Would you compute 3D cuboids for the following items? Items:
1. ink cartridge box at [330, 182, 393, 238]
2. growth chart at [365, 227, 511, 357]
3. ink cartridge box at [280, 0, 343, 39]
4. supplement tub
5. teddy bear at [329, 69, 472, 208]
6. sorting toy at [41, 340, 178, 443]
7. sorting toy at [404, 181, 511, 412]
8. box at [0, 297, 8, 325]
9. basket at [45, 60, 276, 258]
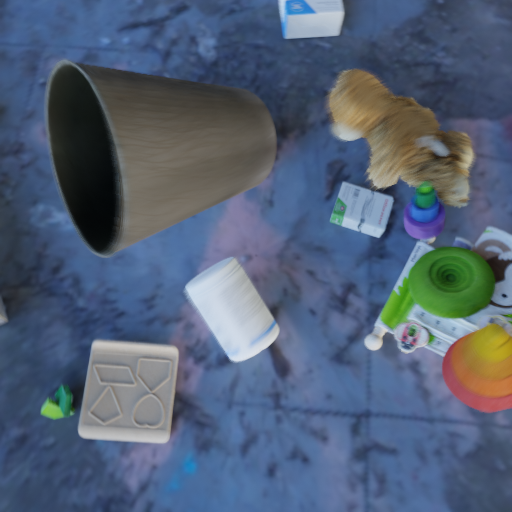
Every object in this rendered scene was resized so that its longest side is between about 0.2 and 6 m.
[{"bbox_3d":[1.644,-0.711,8.724,0.829,0.344,0.608,19,70,7],"label":"ink cartridge box"},{"bbox_3d":[3.495,0.627,7.618,3.424,0.304,2.478,13,64,32],"label":"growth chart"},{"bbox_3d":[0.938,-4.845,10.178,1.013,0.586,1.744,-5,68,-2],"label":"ink cartridge box"},{"bbox_3d":[-0.318,0.733,7.715,0.818,0.818,1.239,-32,98,-12],"label":"supplement tub"},{"bbox_3d":[2.206,-1.730,8.566,2.720,0.908,1.972,14,64,-21],"label":"teddy bear"},{"bbox_3d":[-2.033,1.855,7.784,1.785,0.263,1.320,5,74,-2],"label":"sorting toy"},{"bbox_3d":[2.650,0.271,7.359,1.151,1.143,3.319,-15,53,7],"label":"sorting toy"},{"bbox_3d":[-5.439,-0.001,8.210,2.562,0.782,3.235,-24,71,-9],"label":"box"},{"bbox_3d":[-1.185,-1.491,7.768,2.693,1.831,2.428,-19,103,-40],"label":"basket"}]
